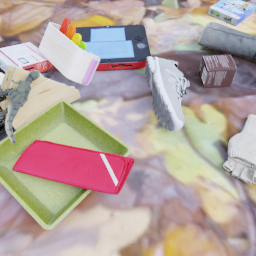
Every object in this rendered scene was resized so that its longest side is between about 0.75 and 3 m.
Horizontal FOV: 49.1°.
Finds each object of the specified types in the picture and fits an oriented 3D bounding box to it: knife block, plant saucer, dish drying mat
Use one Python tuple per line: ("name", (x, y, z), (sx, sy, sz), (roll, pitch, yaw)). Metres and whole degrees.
("knife block", (-2.951, -0.411, 7.796), (0.865, 2.705, 2.374), (24, 96, 51))
("plant saucer", (-1.728, 0.811, 6.991), (2.670, 0.639, 2.666), (34, 59, 24))
("dish drying mat", (-1.329, 0.843, 6.599), (2.808, 0.256, 1.078), (9, 47, 21))

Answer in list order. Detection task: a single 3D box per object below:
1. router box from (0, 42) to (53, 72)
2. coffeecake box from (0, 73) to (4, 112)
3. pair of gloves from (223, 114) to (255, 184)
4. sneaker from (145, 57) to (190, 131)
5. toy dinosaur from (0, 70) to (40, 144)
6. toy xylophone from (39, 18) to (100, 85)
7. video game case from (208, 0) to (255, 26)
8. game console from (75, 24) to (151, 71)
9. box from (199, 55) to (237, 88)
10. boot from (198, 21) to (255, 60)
("router box", (-3.530, -2.283, 9.348), (1.410, 0.384, 1.571), (-26, 49, -34))
("coffeecake box", (-4.267, -1.119, 8.550), (1.665, 0.608, 1.278), (26, 56, 19))
("pair of gloves", (3.923, 0.793, 7.134), (2.641, 0.463, 2.246), (31, 58, 23))
("sneaker", (1.312, -1.200, 8.302), (1.216, 1.109, 2.967), (-5, 51, -4))
("toy dinosaur", (-2.788, -0.635, 6.722), (0.916, 0.493, 2.079), (3, 66, 16))
("toy xylophone", (-2.123, -2.254, 8.994), (0.681, 1.983, 2.709), (4, 41, -50))
("video game case", (4.380, -4.971, 11.795), (1.348, 0.338, 1.487), (37, 60, 25))
("game console", (-0.713, -3.025, 10.182), (2.913, 0.452, 2.576), (-3, 52, -3))
("box", (2.856, -1.827, 9.017), (0.918, 0.762, 0.754), (-3, 52, -2))
("boot", (3.794, -2.665, 9.515), (2.878, 1.044, 2.617), (27, 42, 12))
